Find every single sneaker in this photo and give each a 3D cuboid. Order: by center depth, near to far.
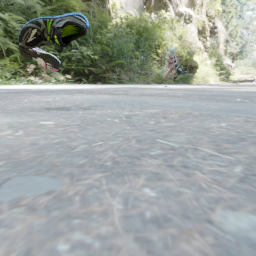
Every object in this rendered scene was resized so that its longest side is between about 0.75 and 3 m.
[{"bbox_3d":[-1.360,-1.724,5.071,1.331,0.472,0.551,-14,47,1],"label":"sneaker"},{"bbox_3d":[-2.816,-2.378,9.211,1.322,0.531,0.571,27,24,-20],"label":"sneaker"},{"bbox_3d":[1.837,-2.375,10.666,0.923,1.319,0.513,28,51,14],"label":"sneaker"}]
